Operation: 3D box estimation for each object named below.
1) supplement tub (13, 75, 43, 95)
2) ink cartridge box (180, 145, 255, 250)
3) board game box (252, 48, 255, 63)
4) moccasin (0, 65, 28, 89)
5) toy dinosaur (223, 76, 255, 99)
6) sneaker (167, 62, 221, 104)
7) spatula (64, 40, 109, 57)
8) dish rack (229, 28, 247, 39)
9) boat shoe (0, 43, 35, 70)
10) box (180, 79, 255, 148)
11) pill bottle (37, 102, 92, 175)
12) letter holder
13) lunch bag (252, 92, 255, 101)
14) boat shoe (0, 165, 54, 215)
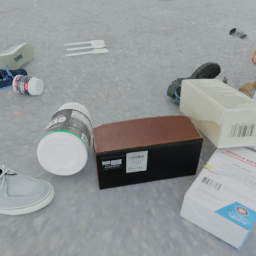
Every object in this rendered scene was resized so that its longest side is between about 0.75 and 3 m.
[{"bbox_3d":[-3.585,-1.535,10.059,0.902,0.633,0.633,10,42,12],"label":"supplement tub"},{"bbox_3d":[2.461,1.328,6.558,1.415,0.834,2.459,26,47,27],"label":"ink cartridge box"},{"bbox_3d":[6.838,-2.456,11.079,2.257,0.690,2.980,-11,42,-13],"label":"board game box"},{"bbox_3d":[-4.666,-1.879,10.450,1.882,0.642,0.757,-32,50,-32],"label":"moccasin"},{"bbox_3d":[4.139,-1.211,9.445,2.699,1.158,1.829,-3,4,-28],"label":"toy dinosaur"},{"bbox_3d":[2.537,-1.500,9.981,2.478,0.907,1.015,-32,62,-23],"label":"sneaker"},{"bbox_3d":[-1.972,-3.714,13.011,1.948,0.156,1.355,-11,47,-11],"label":"spatula"},{"bbox_3d":[5.596,-4.777,14.163,0.815,0.222,0.625,30,50,30],"label":"dish rack"},{"bbox_3d":[-4.890,-2.704,11.423,0.861,0.843,2.417,2,38,37],"label":"boat shoe"},{"bbox_3d":[2.407,-0.522,7.575,1.208,0.989,2.545,-3,25,-9],"label":"box"},{"bbox_3d":[-1.579,0.180,7.444,1.196,1.196,2.116,-2,27,-2],"label":"pill bottle"},{"bbox_3d":[0.364,0.342,7.395,2.555,1.285,1.816,-7,39,-8],"label":"letter holder"},{"bbox_3d":[4.293,-0.398,7.503,1.893,2.233,1.419,29,48,28],"label":"lunch bag"},{"bbox_3d":[-3.091,1.331,6.473,2.660,0.947,0.928,3,41,4],"label":"boat shoe"}]
